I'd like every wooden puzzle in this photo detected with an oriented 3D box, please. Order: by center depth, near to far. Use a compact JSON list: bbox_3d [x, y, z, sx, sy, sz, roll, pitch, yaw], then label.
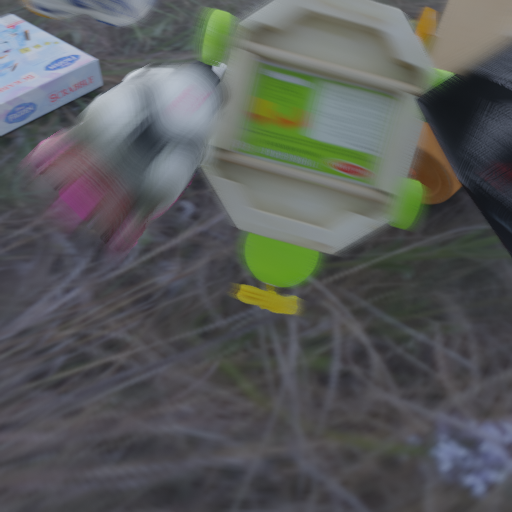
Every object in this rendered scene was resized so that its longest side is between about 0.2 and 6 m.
[{"bbox_3d":[2.402,-2.583,5.898,0.317,1.829,2.711,20,3,-15],"label":"wooden puzzle"}]

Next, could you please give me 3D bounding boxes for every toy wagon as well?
[{"bbox_3d":[0.459,-0.968,5.558,2.396,3.089,0.611,15,9,0],"label":"toy wagon"}]

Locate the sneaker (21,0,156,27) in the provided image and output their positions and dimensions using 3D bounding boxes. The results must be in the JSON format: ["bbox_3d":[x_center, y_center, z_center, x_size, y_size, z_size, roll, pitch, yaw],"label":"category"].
[{"bbox_3d":[-2.307,-4.221,8.606,1.143,0.976,2.593,-19,10,42],"label":"sneaker"}]

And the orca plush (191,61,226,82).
[{"bbox_3d":[-1.211,-2.420,9.587,1.078,1.595,3.032,54,34,-4],"label":"orca plush"}]

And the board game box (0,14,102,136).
[{"bbox_3d":[-5.137,-3.498,10.887,2.996,0.618,3.003,34,56,27],"label":"board game box"}]

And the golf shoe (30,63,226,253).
[{"bbox_3d":[-0.917,-0.914,4.771,1.373,1.083,2.982,-42,19,-3],"label":"golf shoe"}]

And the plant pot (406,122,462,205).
[{"bbox_3d":[2.639,-1.768,8.555,2.052,2.052,1.437,26,69,22],"label":"plant pot"}]

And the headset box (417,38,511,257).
[{"bbox_3d":[2.651,-0.786,4.435,1.804,2.427,0.910,-31,52,24],"label":"headset box"}]
